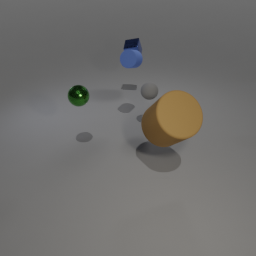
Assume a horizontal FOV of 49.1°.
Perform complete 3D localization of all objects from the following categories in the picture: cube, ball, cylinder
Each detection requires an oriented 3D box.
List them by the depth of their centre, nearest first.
[{"bbox_3d":[1.255,-0.231,8.274,1.400,1.400,1.400,-11,-10,-18],"label":"cylinder"},{"bbox_3d":[-1.600,-1.043,9.068,0.700,0.700,0.700,0,31,0],"label":"ball"},{"bbox_3d":[0.133,-2.679,10.873,0.700,0.700,0.700,12,17,19],"label":"cylinder"},{"bbox_3d":[0.845,-1.460,11.025,0.700,0.700,0.700,0,31,0],"label":"ball"},{"bbox_3d":[0.245,-3.804,13.511,0.700,0.700,0.700,-4,51,17],"label":"cube"}]
